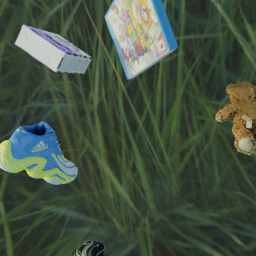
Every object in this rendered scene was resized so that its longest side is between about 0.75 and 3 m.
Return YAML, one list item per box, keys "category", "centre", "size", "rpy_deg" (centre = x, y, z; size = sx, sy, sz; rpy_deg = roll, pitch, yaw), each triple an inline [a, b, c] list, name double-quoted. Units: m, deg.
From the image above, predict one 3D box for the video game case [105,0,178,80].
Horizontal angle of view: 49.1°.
- category: "video game case"
  centre: [0.133, -1.912, 5.441]
  size: [0.192, 2.157, 1.543]
  rpy_deg: [-22, 94, -18]

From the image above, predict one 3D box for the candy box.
- category: "candy box"
  centre: [-1.653, -1.773, 6.484]
  size: [1.162, 1.386, 0.496]
  rpy_deg: [35, 107, 9]

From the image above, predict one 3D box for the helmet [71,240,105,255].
- category: "helmet"
  centre: [-0.867, 3.029, 6.163]
  size: [0.914, 0.872, 0.914]
  rpy_deg: [6, 112, 14]

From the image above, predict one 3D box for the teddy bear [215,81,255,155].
- category: "teddy bear"
  centre: [2.712, -0.194, 6.340]
  size: [1.298, 0.598, 1.791]
  rpy_deg: [-23, 58, 2]

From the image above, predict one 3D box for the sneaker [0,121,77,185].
- category: "sneaker"
  centre: [-1.570, 0.506, 5.650]
  size: [0.753, 1.988, 1.044]
  rpy_deg: [40, 99, 34]
